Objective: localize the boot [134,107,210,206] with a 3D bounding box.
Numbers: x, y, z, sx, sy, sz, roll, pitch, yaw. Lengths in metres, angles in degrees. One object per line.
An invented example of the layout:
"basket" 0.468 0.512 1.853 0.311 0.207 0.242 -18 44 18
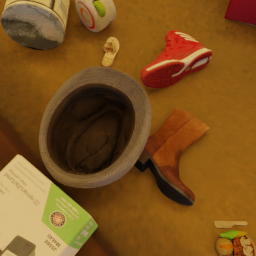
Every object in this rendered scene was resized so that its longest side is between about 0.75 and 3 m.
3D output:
"boot" 1.372 0.658 7.111 1.983 0.721 2.106 38 62 25

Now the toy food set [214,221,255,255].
"toy food set" 2.405 2.696 6.170 0.899 0.261 1.302 -1 64 -1

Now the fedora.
"fedora" -0.747 0.099 6.865 2.552 1.303 2.886 17 74 11

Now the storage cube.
"storage cube" 4.574 -4.735 8.788 2.099 2.208 2.456 18 64 9

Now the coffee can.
"coffee can" -2.701 -3.941 8.605 1.795 1.795 2.452 1 64 0

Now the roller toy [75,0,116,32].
"roller toy" -0.998 -3.772 8.869 0.912 1.191 1.305 -39 70 -18

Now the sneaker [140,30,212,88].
"sneaker" 1.170 -2.081 8.327 2.394 0.938 1.383 -20 56 -23

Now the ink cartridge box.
"ink cartridge box" -2.438 2.442 5.730 2.182 1.260 2.999 35 69 16

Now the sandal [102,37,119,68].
"sandal" -0.543 -2.464 8.653 0.464 0.416 1.265 9 64 4
